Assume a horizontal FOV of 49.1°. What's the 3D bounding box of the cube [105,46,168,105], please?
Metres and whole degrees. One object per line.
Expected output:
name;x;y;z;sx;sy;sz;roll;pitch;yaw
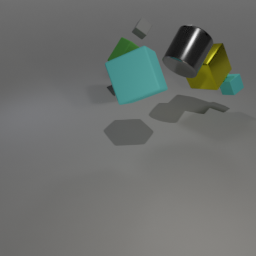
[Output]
cube;0.315;-1.660;9.110;1.400;1.400;1.400;-19;1;19

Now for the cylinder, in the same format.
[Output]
cylinder;2.196;-2.794;10.328;1.400;1.400;1.400;29;-5;3

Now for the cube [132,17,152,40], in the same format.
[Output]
cube;0.742;-5.272;14.870;0.700;0.700;0.700;32;-11;-15

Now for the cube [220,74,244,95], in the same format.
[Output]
cube;4.606;-1.946;12.538;0.700;0.700;0.700;-36;23;-21

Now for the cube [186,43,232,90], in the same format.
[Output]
cube;3.376;-2.638;12.101;1.400;1.400;1.400;14;58;47

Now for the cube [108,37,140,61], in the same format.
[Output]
cube;0.057;-3.494;14.090;1.400;1.400;1.400;27;13;-31
